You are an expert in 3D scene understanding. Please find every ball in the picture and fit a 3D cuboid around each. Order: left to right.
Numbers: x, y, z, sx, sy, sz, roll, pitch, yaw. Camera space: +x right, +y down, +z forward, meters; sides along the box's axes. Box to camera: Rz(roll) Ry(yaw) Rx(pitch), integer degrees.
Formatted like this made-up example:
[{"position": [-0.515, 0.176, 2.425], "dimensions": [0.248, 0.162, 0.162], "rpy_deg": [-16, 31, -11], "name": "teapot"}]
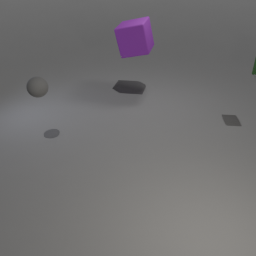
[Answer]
[{"position": [-3.006, -1.362, 9.305], "dimensions": [0.700, 0.700, 0.700], "rpy_deg": [0, 31, 0], "name": "ball"}]

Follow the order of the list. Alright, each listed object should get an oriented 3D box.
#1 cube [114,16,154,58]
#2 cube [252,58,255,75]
[{"position": [0.337, -4.289, 13.266], "dimensions": [1.400, 1.400, 1.400], "rpy_deg": [-3, 33, 20], "name": "cube"}, {"position": [4.939, -2.178, 9.948], "dimensions": [0.700, 0.700, 0.700], "rpy_deg": [7, 17, 2], "name": "cube"}]
